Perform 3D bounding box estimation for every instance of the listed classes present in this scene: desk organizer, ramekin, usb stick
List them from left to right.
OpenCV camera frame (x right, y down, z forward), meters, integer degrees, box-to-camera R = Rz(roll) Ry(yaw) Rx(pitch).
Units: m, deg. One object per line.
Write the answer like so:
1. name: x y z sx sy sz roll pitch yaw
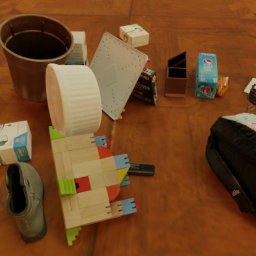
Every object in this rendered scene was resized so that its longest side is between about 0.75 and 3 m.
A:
1. ramekin: -1.668 -0.788 8.490 1.146 2.350 2.350 -10 42 -24
2. usb stick: 0.126 1.138 7.864 1.283 0.209 0.356 4 48 4
3. desk organizer: 1.898 -2.166 11.027 0.813 0.872 2.266 5 42 5

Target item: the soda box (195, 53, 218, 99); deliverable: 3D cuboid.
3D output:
1. soda box: 3.073 -2.096 11.028 0.723 0.764 2.253 8 43 8

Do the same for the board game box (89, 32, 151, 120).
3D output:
1. board game box: -0.527 -1.839 9.804 0.305 2.359 2.358 6 28 -48

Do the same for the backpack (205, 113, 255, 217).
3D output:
1. backpack: 3.266 0.760 7.135 1.657 2.184 2.618 -2 35 -33

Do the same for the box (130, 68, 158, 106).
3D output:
1. box: 0.353 -1.610 9.947 1.478 1.467 0.367 27 62 25

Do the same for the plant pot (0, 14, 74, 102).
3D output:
1. plant pot: -3.191 -2.276 9.790 2.327 2.303 2.327 9 53 -12

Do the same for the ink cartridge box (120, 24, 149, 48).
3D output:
1. ink cartridge box: 0.305 -4.612 13.969 0.990 0.571 1.360 -18 45 -19

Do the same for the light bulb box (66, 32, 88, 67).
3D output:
1. light bulb box: -2.496 -2.917 11.292 1.618 1.632 1.019 1 44 1

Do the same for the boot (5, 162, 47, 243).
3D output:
1. boot: -2.474 1.328 6.617 0.818 1.578 2.415 -17 45 -18

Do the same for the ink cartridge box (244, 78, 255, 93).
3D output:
1. ink cartridge box: 5.667 -1.546 10.446 2.165 0.734 1.256 25 48 25

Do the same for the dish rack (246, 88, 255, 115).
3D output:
1. dish rack: 4.032 -0.105 7.782 0.632 2.316 1.776 -33 49 -11

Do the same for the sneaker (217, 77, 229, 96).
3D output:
1. sneaker: 3.599 -1.570 10.813 0.451 0.427 1.170 -2 33 33

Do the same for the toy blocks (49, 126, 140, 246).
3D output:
1. toy blocks: -0.752 1.172 6.726 1.830 1.338 2.677 -9 71 -18

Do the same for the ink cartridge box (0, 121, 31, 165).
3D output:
1. ink cartridge box: -3.706 0.485 8.245 1.563 0.671 1.145 -9 43 -12
